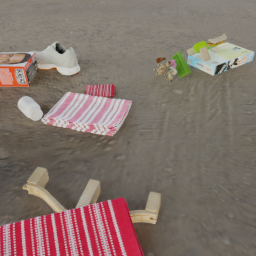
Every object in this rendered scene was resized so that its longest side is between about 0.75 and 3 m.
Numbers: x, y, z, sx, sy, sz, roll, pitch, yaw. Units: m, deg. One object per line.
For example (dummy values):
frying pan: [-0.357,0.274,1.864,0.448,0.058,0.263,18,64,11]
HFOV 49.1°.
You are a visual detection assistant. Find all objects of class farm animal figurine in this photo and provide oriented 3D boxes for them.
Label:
farm animal figurine: [1.512,-2.264,10.615,0.506,0.812,1.006,-14,35,-38]

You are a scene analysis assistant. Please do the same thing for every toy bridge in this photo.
toy bridge: [-0.850,1.531,5.790,2.943,0.401,0.989,10,39,11]

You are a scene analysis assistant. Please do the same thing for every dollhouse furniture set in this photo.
dollhouse furniture set: [2.882,-2.799,10.901,2.286,0.883,1.142,-25,1,-23]

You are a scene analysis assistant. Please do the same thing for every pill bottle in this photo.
pill bottle: [-2.970,-0.582,8.560,0.496,0.496,0.868,-26,43,-30]

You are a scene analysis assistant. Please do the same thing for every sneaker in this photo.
sneaker: [-3.018,-2.958,11.220,2.505,1.152,0.948,16,39,21]

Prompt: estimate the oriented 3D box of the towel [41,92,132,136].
towel: [-1.217,-0.549,8.645,2.369,0.354,1.733,10,37,13]

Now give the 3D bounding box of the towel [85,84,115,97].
towel: [-0.984,-1.301,9.858,1.039,0.117,0.751,-2,39,0]

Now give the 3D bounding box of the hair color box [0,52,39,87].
hair color box: [-4.964,-2.195,10.429,2.814,0.862,1.428,0,36,-1]

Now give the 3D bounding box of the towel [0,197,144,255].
towel: [-0.986,2.195,4.681,2.478,0.279,1.792,-10,50,-12]

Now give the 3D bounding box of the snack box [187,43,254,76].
snack box: [3.911,-2.964,11.794,2.501,0.464,1.453,-23,42,-27]
